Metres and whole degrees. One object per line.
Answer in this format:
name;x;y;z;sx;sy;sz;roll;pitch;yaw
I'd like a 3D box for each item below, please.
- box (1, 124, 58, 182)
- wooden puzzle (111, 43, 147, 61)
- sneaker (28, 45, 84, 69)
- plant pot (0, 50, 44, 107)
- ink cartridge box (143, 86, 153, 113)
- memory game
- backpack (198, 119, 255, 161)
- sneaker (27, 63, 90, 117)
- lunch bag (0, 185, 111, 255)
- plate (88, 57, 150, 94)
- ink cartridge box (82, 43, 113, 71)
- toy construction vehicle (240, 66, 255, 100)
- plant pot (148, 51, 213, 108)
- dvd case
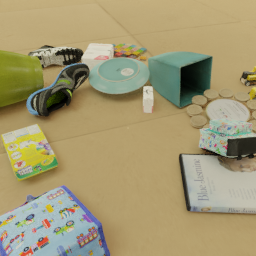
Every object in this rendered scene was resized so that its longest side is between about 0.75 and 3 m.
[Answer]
box;-2.864;0.729;8.194;1.182;0.487;2.015;-20;40;-23
wooden puzzle;-0.050;-3.839;14.026;2.487;0.175;1.475;26;46;28
sneaker;-3.413;-3.405;12.937;2.657;0.883;1.202;-14;44;-14
plant pot;-4.342;-1.835;10.236;2.189;2.274;2.274;-10;39;-30
ink cartridge box;0.732;-1.041;10.234;0.365;0.626;0.860;2;39;3
memory game;3.422;-0.512;9.723;2.739;0.174;2.739;-3;44;3
backpack;2.785;0.284;8.058;1.294;1.098;1.458;-4;5;-31
sneaker;-2.324;-1.339;10.257;1.183;1.012;2.854;22;53;29
lunch bag;-1.825;2.175;6.084;1.812;1.132;2.407;-26;37;-25
plate;-0.367;-2.224;11.089;2.455;0.314;2.455;-2;45;2
ink cartridge box;-1.356;-3.258;12.922;1.176;0.664;1.605;5;39;6
toy construction vehicle;5.482;-1.816;11.103;2.066;0.727;1.798;-7;40;-9
plant pot;1.834;-2.112;10.874;1.582;1.583;2.240;-23;37;-26
dvd case;2.816;1.406;7.463;2.736;0.240;1.952;1;36;2
